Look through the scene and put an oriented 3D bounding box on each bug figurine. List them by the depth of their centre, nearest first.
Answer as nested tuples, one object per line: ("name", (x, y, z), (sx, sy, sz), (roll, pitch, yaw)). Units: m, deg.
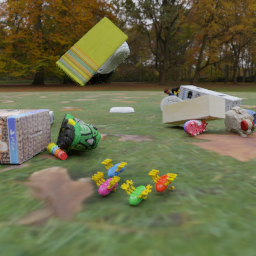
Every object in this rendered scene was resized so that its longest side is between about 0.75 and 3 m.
("bug figurine", (0.051, 0.819, 4.251), (1.255, 0.323, 0.973), (10, 19, 30))

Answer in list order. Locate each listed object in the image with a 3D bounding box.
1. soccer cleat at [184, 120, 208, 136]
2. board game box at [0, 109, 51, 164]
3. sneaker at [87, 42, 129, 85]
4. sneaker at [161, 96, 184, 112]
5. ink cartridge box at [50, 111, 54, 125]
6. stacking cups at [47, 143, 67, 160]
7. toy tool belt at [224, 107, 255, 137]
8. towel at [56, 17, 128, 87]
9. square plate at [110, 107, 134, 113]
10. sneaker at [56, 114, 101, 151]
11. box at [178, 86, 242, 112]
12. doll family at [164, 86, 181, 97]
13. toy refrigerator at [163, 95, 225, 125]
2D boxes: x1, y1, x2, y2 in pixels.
("soccer cleat", (2.050, -0.038, 8.905), (0.560, 0.489, 1.465), (13, 12, 36))
("board game box", (-3.027, 0.125, 6.410), (1.992, 0.965, 1.588), (0, 9, 8))
("sneaker", (-0.974, -2.874, 12.388), (2.569, 0.931, 0.923), (-39, -33, 25))
("sneaker", (2.720, -0.825, 13.059), (2.555, 0.985, 1.046), (17, 3, 38))
("ink cartridge box", (-3.893, -0.261, 10.789), (1.884, 0.472, 1.528), (-9, 11, -5))
("stacking cups", (-1.581, 0.516, 6.283), (0.242, 0.242, 0.799), (-6, 11, -32))
("toy tool belt", (3.791, -0.250, 8.989), (0.906, 0.921, 1.474), (-10, 11, -7))
("towel", (-1.192, -2.659, 9.687), (2.676, 1.152, 0.242), (-52, 8, -22))
("square plate", (-0.338, -1.044, 15.938), (1.377, 0.198, 1.390), (0, 9, -1))
("sneaker", (-1.246, 0.211, 6.993), (0.939, 0.860, 2.204), (18, 3, -18))
("box", (4.203, -1.441, 14.474), (2.840, 0.854, 1.657), (20, 19, 30))
("doll family", (3.013, -1.856, 16.538), (1.051, 1.548, 2.678), (-36, -4, 16))
("toy refrigerator", (2.221, -0.596, 9.740), (0.815, 0.752, 2.148), (6, -8, -34))
